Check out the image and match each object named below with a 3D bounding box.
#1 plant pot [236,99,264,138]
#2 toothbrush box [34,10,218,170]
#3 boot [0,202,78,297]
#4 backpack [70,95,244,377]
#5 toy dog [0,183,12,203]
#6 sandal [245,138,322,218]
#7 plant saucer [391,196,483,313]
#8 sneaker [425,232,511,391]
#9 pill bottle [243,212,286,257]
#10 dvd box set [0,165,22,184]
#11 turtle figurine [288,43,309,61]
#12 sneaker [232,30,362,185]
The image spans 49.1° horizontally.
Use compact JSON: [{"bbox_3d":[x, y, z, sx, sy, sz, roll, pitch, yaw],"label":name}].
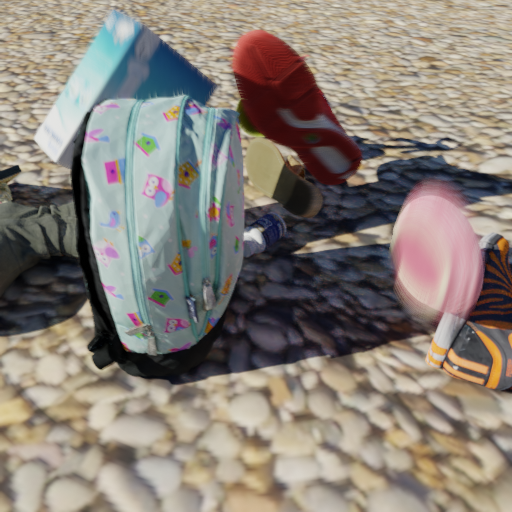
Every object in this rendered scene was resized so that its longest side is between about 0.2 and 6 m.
[{"bbox_3d":[0.162,-2.965,11.596,0.939,0.939,1.004,9,18,12],"label":"plant pot"},{"bbox_3d":[-1.955,-2.185,8.534,0.971,2.276,1.666,39,9,40],"label":"toothbrush box"},{"bbox_3d":[-3.567,-0.065,8.864,1.867,0.968,2.858,-3,39,-13],"label":"boot"},{"bbox_3d":[-1.191,-0.421,7.265,2.115,3.342,2.789,-3,38,-5],"label":"backpack"},{"bbox_3d":[-4.719,-1.003,10.446,0.370,0.514,0.530,-23,61,-12],"label":"toy dog"},{"bbox_3d":[0.664,-1.426,10.834,0.814,0.907,2.473,11,27,-38],"label":"sandal"},{"bbox_3d":[2.100,0.017,6.788,0.372,1.466,1.466,-16,41,-17],"label":"plant saucer"},{"bbox_3d":[3.451,0.824,7.765,1.481,1.026,2.644,22,53,20],"label":"sneaker"},{"bbox_3d":[0.062,-0.344,9.505,0.492,0.492,0.886,27,46,30],"label":"pill bottle"},{"bbox_3d":[-4.996,-1.375,10.581,0.850,0.171,1.162,-35,15,-36],"label":"dvd box set"},{"bbox_3d":[0.681,-3.537,10.907,0.566,1.125,0.842,27,76,11],"label":"turtle figurine"},{"bbox_3d":[0.534,-2.725,9.768,1.259,3.215,1.857,-32,40,12],"label":"sneaker"}]
